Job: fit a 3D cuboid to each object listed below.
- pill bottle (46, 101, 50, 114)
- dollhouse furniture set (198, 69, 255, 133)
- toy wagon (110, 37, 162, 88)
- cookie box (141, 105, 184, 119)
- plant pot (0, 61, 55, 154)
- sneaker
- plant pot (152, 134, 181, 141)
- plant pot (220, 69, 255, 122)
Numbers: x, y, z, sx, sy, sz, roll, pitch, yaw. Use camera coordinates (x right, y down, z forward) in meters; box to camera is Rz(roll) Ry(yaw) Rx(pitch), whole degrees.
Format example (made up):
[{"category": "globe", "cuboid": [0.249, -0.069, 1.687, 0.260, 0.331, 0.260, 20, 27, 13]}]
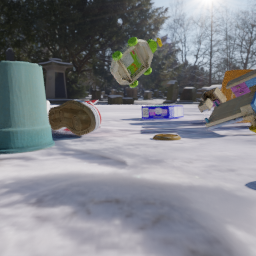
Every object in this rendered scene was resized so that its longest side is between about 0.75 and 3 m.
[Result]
[{"category": "pill bottle", "cuboid": [-5.627, -1.175, 16.894, 1.680, 0.950, 0.950, -1, 6, -5]}, {"category": "dollhouse furniture set", "cuboid": [3.882, -0.288, 9.973, 2.812, 1.943, 2.978, -24, 19, 46]}, {"category": "toy wagon", "cuboid": [0.269, -1.981, 8.015, 0.333, 1.681, 1.304, 43, -6, 38]}, {"category": "cookie box", "cuboid": [1.871, -0.867, 14.980, 1.624, 0.713, 1.898, 2, 5, 33]}, {"category": "plant pot", "cuboid": [-2.556, -0.481, 6.118, 1.845, 1.807, 1.845, 1, 6, 0]}, {"category": "sneaker", "cuboid": [-1.252, -0.398, 8.939, 1.663, 1.054, 2.958, -9, 8, -36]}, {"category": "plant pot", "cuboid": [1.029, 0.234, 7.437, 0.757, 0.104, 0.757, 0, 7, 0]}, {"category": "plant pot", "cuboid": [5.521, -1.567, 13.564, 2.623, 2.402, 2.623, 0, 6, 0]}]
